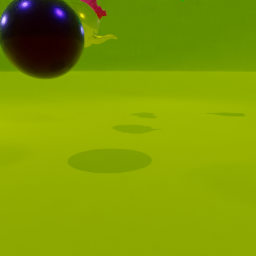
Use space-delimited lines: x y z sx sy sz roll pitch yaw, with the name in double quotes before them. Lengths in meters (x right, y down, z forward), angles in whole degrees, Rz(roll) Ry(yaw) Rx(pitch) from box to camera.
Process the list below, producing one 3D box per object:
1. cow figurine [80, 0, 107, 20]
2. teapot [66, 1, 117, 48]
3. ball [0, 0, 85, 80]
"cow figurine" -1.101 -3.717 8.524 1.102 1.120 0.615 -3 -15 39
"teapot" -1.091 -2.507 6.734 1.766 0.865 1.098 39 -19 7
"ball" -1.346 -1.433 4.449 1.305 1.305 1.305 0 12 0
